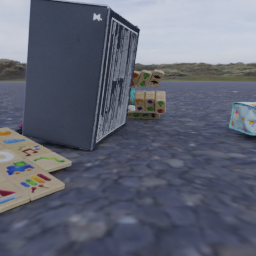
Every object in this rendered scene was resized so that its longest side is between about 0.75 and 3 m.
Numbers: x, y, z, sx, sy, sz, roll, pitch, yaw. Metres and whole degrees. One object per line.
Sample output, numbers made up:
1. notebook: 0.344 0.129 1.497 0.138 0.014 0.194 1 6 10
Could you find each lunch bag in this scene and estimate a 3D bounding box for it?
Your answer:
1. lunch bag: 2.932 -0.183 5.866 1.058 0.757 1.242 2 8 -14

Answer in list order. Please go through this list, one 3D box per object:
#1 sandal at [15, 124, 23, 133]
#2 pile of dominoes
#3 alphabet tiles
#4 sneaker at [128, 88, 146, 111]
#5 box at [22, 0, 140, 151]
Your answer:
1. sandal: -2.465 -0.021 6.755 0.317 0.190 0.845 1 11 6
2. pile of dominoes: -0.170 -0.782 7.813 2.422 1.888 0.386 1 53 8
3. alphabet tiles: -2.277 0.440 3.721 2.828 0.090 2.353 19 21 36
4. sneaker: -0.200 -1.048 8.932 2.106 0.839 0.816 8 20 -42
5. box: -0.871 -1.139 5.981 1.549 2.513 2.493 11 13 11
